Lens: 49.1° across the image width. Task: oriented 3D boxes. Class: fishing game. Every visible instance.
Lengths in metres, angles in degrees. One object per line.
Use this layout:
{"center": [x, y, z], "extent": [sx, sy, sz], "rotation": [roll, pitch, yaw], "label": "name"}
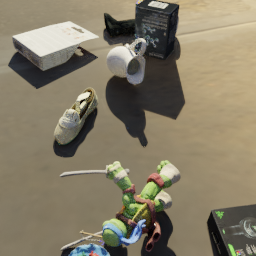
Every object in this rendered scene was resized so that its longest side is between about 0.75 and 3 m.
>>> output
{"center": [-0.654, 2.255, 4.511], "extent": [0.800, 0.174, 1.118], "rotation": [11, 53, 15], "label": "fishing game"}

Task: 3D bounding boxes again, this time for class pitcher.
{"center": [-0.005, -2.043, 8.148], "extent": [0.873, 1.236, 1.440], "rotation": [11, 17, -33], "label": "pitcher"}

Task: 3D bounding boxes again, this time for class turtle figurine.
{"center": [-0.076, 1.174, 4.797], "extent": [1.911, 1.375, 1.853], "rotation": [-13, 2, 43], "label": "turtle figurine"}

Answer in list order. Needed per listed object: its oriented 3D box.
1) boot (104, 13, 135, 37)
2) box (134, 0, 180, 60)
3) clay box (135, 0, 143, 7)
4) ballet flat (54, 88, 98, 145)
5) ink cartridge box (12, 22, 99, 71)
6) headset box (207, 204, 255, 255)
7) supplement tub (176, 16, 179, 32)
{"center": [-0.263, -4.075, 10.924], "extent": [1.157, 0.522, 1.412], "rotation": [-14, 53, -11], "label": "boot"}
{"center": [0.919, -3.266, 9.288], "extent": [1.195, 1.610, 0.862], "rotation": [19, 47, 19], "label": "box"}
{"center": [0.917, -5.561, 12.656], "extent": [1.049, 0.250, 0.603], "rotation": [11, 46, 13], "label": "clay box"}
{"center": [-1.329, -0.380, 7.048], "extent": [0.622, 0.575, 1.844], "rotation": [14, 46, 14], "label": "ballet flat"}
{"center": [-2.491, -2.971, 9.821], "extent": [2.363, 0.559, 1.892], "rotation": [-30, 51, -33], "label": "ink cartridge box"}
{"center": [1.953, 1.846, 4.805], "extent": [1.032, 0.479, 0.899], "rotation": [-5, 44, -5], "label": "headset box"}
{"center": [1.217, -3.909, 10.497], "extent": [1.240, 0.870, 0.870], "rotation": [15, 46, 14], "label": "supplement tub"}
